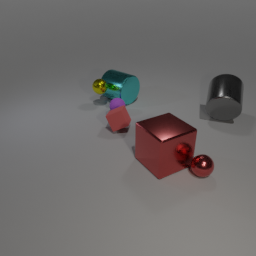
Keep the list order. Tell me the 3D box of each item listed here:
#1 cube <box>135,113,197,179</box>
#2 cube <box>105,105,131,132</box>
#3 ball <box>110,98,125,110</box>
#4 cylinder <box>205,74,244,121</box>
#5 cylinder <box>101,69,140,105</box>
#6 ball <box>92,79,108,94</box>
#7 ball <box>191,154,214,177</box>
[{"bbox_3d":[1.175,0.523,9.020,1.400,1.400,1.400,-17,34,-27],"label":"cube"},{"bbox_3d":[-0.364,-0.382,10.976,0.700,0.700,0.700,-21,15,16],"label":"cube"},{"bbox_3d":[-0.465,-0.982,12.383,0.700,0.700,0.700,0,30,0],"label":"ball"},{"bbox_3d":[4.003,-1.262,11.586,1.400,1.400,1.400,9,53,15],"label":"cylinder"},{"bbox_3d":[-0.392,-1.972,13.385,1.400,1.400,1.400,24,37,35],"label":"cylinder"},{"bbox_3d":[-1.260,-1.868,12.613,0.700,0.700,0.700,0,30,0],"label":"ball"},{"bbox_3d":[2.293,1.158,8.622,0.700,0.700,0.700,0,30,0],"label":"ball"}]
